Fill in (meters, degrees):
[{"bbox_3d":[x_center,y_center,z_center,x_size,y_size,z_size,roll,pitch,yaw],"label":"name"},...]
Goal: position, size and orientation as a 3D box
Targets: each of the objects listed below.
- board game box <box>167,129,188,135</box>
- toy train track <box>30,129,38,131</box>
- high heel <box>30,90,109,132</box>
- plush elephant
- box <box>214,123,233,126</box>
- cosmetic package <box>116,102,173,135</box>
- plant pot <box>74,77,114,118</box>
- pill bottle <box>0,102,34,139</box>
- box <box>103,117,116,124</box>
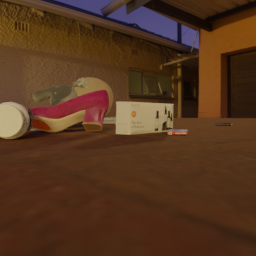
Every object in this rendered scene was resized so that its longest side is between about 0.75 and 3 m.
[{"bbox_3d":[1.401,0.111,7.834,0.517,0.098,1.004,1,3,13],"label":"board game box"},{"bbox_3d":[-3.394,-0.019,9.410,1.361,0.221,0.781,0,3,-19],"label":"toy train track"},{"bbox_3d":[-1.855,-0.598,8.074,2.602,1.248,0.876,0,-30,13],"label":"high heel"},{"bbox_3d":[-2.226,-0.727,10.553,2.238,1.732,1.843,-31,48,-8],"label":"plush elephant"},{"bbox_3d":[4.783,-0.191,14.027,0.760,0.137,0.543,0,2,-33],"label":"box"},{"bbox_3d":[0.562,-0.306,8.216,0.553,0.901,2.183,2,4,40],"label":"cosmetic package"},{"bbox_3d":[-2.302,-1.364,16.876,2.827,2.827,1.898,0,36,0],"label":"plant pot"},{"bbox_3d":[-2.561,-0.167,6.197,0.810,0.810,1.391,-1,3,-12],"label":"pill bottle"},{"bbox_3d":[-0.647,-0.466,17.322,1.456,0.384,1.867,1,2,12],"label":"box"}]
